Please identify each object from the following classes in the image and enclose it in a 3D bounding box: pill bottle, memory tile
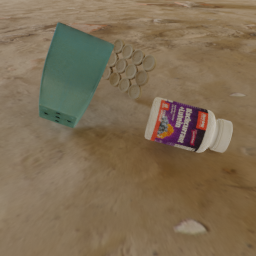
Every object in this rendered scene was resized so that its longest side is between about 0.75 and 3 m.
[{"bbox_3d":[1.607,-0.019,7.546,2.127,1.185,1.185,14,32,2],"label":"pill bottle"},{"bbox_3d":[-0.041,-2.269,10.748,2.345,1.797,0.197,38,22,34],"label":"memory tile"}]

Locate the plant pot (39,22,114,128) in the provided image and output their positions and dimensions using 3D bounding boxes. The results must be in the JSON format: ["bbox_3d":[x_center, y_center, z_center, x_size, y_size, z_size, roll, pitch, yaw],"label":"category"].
[{"bbox_3d":[-1.759,-1.433,8.630,1.778,1.779,2.517,19,69,-11],"label":"plant pot"}]
